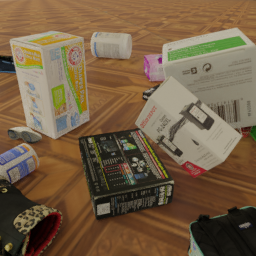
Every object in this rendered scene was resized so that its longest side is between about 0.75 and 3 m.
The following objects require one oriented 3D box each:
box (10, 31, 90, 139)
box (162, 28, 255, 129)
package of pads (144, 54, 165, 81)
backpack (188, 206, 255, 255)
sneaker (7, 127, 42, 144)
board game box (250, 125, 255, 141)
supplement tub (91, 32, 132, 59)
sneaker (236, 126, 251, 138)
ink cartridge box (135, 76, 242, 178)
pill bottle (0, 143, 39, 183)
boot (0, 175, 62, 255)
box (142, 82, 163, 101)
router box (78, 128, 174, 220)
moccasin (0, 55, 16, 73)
[{"bbox_3d":[-2.414,-1.435,9.077,1.505,2.969,1.670,21,37,31],"label":"box"},{"bbox_3d":[2.609,-1.485,9.104,2.597,2.610,2.236,-10,29,13],"label":"box"},{"bbox_3d":[2.105,-2.942,13.481,2.571,0.973,1.549,-4,32,-7],"label":"package of pads"},{"bbox_3d":[1.876,2.306,4.531,1.488,1.298,1.693,-9,23,-10],"label":"backpack"},{"bbox_3d":[-3.240,0.152,8.943,1.216,0.453,0.529,13,29,19],"label":"sneaker"},{"bbox_3d":[5.404,0.187,8.743,2.763,0.557,2.114,-1,31,-2],"label":"board game box"},{"bbox_3d":[-0.933,-4.711,15.995,2.113,1.394,1.394,8,32,12],"label":"supplement tub"},{"bbox_3d":[3.819,-0.030,9.350,0.359,0.379,0.923,12,47,-3],"label":"sneaker"},{"bbox_3d":[1.373,0.025,7.010,2.199,1.597,0.917,42,65,7],"label":"ink cartridge box"},{"bbox_3d":[-3.063,1.031,7.139,0.785,0.785,1.401,22,38,32],"label":"pill bottle"},{"bbox_3d":[-2.869,2.035,5.163,2.152,1.028,2.849,15,32,29],"label":"boot"},{"bbox_3d":[1.560,-1.406,11.562,1.260,0.348,1.573,26,40,35],"label":"box"},{"bbox_3d":[-0.169,1.014,7.173,1.847,0.766,2.465,-9,33,-13],"label":"router box"},{"bbox_3d":[-5.716,-3.346,14.199,2.697,0.919,1.085,-4,32,-7],"label":"moccasin"}]
